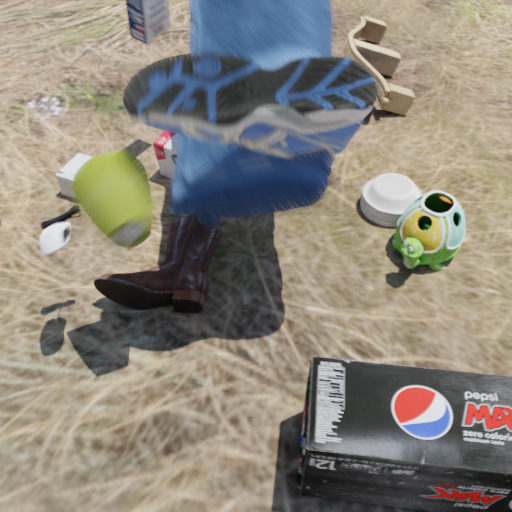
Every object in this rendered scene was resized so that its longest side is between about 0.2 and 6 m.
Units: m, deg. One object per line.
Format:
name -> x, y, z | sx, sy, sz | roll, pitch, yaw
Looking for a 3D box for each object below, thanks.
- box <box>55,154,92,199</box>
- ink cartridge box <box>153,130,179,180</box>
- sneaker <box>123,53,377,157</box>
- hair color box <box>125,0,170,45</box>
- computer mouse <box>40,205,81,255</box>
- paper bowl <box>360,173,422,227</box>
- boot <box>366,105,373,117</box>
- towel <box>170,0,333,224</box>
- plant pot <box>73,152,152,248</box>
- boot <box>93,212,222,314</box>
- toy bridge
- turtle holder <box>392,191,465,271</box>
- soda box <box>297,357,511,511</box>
box -> -3.721, -1.695, 12.251 | 0.872, 0.573, 0.877 | 17, 49, 15
ink cartridge box -> -1.506, -2.082, 12.318 | 1.349, 0.995, 0.577 | 24, 57, 22
sneaker -> -0.114, -1.868, 7.545 | 3.302, 1.272, 1.250 | 3, 60, -2
hair color box -> -2.155, -5.118, 11.023 | 0.485, 1.604, 0.802 | 30, 58, 17
computer mouse -> -3.010, -0.401, 8.440 | 0.651, 0.260, 1.187 | -22, 29, -1
paper bowl -> 2.860, -1.248, 11.782 | 1.264, 0.657, 1.264 | 0, 45, 0
boot -> 2.109, -4.010, 14.462 | 1.668, 0.571, 1.570 | -6, 47, -5
towel -> -0.027, -2.979, 9.612 | 2.700, 1.174, 4.836 | -9, 63, 24
plant pot -> -1.867, -0.672, 7.697 | 1.050, 1.050, 1.122 | -18, 51, -16
boot -> -1.766, -0.027, 10.570 | 2.058, 0.709, 2.208 | 12, 50, -6
toy bridge -> 3.194, -5.469, 15.507 | 1.519, 0.615, 4.519 | 12, 45, -14
turtle holder -> 3.213, -0.511, 10.697 | 1.696, 1.205, 1.289 | -19, 50, -17
soda box -> 2.855, 2.542, 7.530 | 4.478, 1.585, 1.418 | 6, 47, 5
